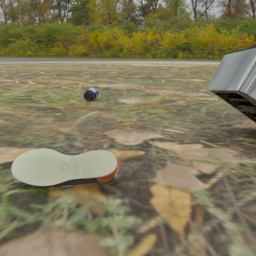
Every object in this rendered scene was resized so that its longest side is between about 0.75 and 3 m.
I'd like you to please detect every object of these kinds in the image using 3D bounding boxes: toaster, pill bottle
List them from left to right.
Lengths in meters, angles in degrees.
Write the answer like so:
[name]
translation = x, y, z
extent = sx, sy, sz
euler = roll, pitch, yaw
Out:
[pill bottle]
translation = -1.624, -1.456, 12.190
extent = 0.483, 0.483, 0.864
euler = 3, 17, 12
[toaster]
translation = 3.450, -0.953, 6.929
extent = 2.080, 1.365, 2.300
euler = 31, 1, -13

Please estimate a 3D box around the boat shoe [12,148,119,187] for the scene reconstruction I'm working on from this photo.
[boat shoe]
translation = -1.018, 0.677, 4.690
extent = 1.751, 0.623, 0.548
euler = -4, -18, 2
